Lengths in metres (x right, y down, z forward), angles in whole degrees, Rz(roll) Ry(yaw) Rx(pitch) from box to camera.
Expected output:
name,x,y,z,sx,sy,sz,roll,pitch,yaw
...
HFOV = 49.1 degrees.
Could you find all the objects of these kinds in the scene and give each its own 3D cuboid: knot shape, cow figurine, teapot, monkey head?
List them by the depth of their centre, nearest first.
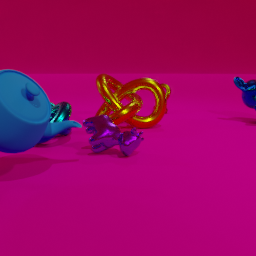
name,x,y,z,sx,sy,sz,roll,pitch,yaw
teapot,-1.561,-0.269,3.963,0.952,1.209,1.945,-34,-43,25
cow figurine,-0.263,0.101,5.254,0.991,0.553,1.007,-20,55,-6
knot shape,-2.130,-0.183,6.311,1.712,0.845,1.830,-2,9,-12
knot shape,0.075,-0.691,7.540,1.956,0.966,2.091,3,48,-1
monkey head,3.747,-0.821,8.149,1.195,1.661,1.001,-53,18,-22
knot shape,1.227,-0.973,10.166,0.512,1.107,1.036,7,42,-1
